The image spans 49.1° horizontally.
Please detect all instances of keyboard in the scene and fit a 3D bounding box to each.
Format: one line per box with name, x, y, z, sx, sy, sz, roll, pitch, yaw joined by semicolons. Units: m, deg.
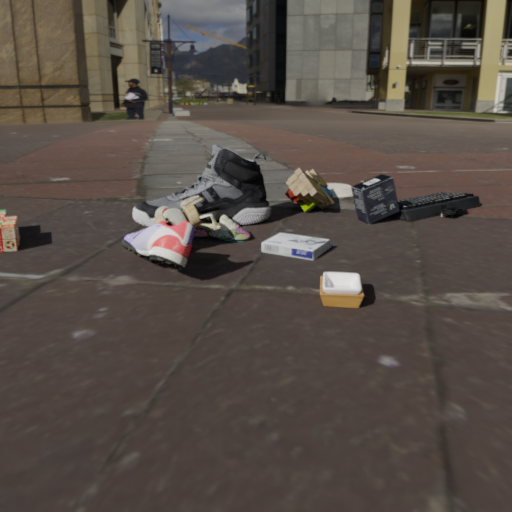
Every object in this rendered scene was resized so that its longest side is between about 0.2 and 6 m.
keyboard;4.884;-1.405;15.430;3.185;0.409;1.913;-13;22;-34

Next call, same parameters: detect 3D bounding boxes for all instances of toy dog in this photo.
toy dog;-1.723;-0.599;12.234;1.300;0.950;1.972;-16;14;5

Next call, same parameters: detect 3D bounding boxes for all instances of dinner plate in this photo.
dinner plate;2.477;-2.150;18.103;1.782;0.216;1.782;-1;17;0

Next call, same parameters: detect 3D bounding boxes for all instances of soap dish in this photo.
soap dish;1.402;0.563;9.255;0.688;0.355;0.875;2;18;7

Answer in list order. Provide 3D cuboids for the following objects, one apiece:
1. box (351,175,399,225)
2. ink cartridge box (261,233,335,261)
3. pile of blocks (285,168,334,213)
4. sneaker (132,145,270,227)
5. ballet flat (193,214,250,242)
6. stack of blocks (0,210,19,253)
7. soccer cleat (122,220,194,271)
box;3.017;-1.437;14.198;0.947;0.963;0.565;-23;23;-14
ink cartridge box;0.922;-0.259;12.023;1.227;0.250;1.230;9;20;27
pile of blocks;1.483;-1.699;15.893;0.956;1.262;3.076;-40;-3;17
sneaker;-1.334;-1.737;13.818;3.458;1.968;1.305;-5;18;-15
ballet flat;-0.929;-0.659;12.752;1.598;0.569;0.552;5;22;16
stack of blocks;-5.869;-0.560;12.468;1.068;0.543;1.854;-6;18;-19
soccer cleat;-1.829;-0.287;10.531;0.775;0.832;2.272;30;-10;-31
